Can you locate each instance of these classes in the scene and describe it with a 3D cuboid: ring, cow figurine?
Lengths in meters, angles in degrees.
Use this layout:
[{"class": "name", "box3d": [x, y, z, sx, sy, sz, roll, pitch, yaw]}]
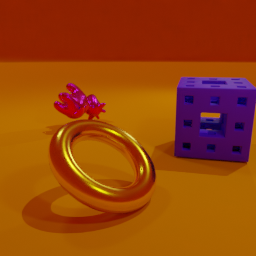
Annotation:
[{"class": "ring", "box3d": [-0.300, 0.444, 3.699, 1.514, 0.303, 1.514, 22, 33, -15]}, {"class": "cow figurine", "box3d": [-1.237, -0.577, 7.558, 1.343, 0.749, 1.365, 38, 22, -19]}]

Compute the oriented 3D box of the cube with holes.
[{"class": "cube with holes", "box3d": [1.626, -0.243, 5.459, 1.295, 1.295, 1.295, 3, 19, 13]}]
